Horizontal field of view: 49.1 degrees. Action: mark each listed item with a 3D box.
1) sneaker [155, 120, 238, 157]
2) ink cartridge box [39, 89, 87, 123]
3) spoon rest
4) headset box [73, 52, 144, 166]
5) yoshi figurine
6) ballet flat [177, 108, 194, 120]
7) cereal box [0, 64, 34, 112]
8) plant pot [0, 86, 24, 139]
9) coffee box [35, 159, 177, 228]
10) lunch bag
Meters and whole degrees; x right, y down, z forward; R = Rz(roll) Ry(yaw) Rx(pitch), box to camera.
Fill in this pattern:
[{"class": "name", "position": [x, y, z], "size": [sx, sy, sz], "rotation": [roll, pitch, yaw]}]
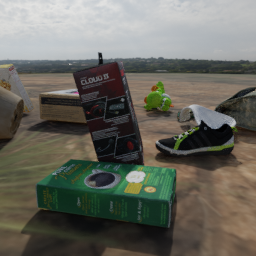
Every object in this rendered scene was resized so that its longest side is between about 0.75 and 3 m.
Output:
[{"class": "sneaker", "position": [1.768, 0.205, 7.353], "size": [2.153, 0.892, 0.772], "rotation": [-2, 14, -7]}, {"class": "ink cartridge box", "position": [-1.906, -1.018, 11.832], "size": [2.387, 1.088, 2.897], "rotation": [4, 12, 17]}, {"class": "spoon rest", "position": [2.580, -0.311, 9.517], "size": [1.165, 0.711, 2.346], "rotation": [-21, 23, -21]}, {"class": "headset box", "position": [-0.368, -0.436, 6.333], "size": [0.943, 2.515, 1.870], "rotation": [-14, 12, 5]}, {"class": "yoshi figurine", "position": [1.332, -1.479, 13.643], "size": [1.374, 1.379, 2.454], "rotation": [-17, 18, -4]}, {"class": "ballet flat", "position": [2.500, -0.641, 11.626], "size": [1.282, 0.483, 0.435], "rotation": [-12, 24, -42]}, {"class": "cereal box", "position": [-5.205, -1.722, 12.391], "size": [1.556, 2.162, 0.427], "rotation": [4, 37, 33]}, {"class": "plant pot", "position": [-4.336, -0.526, 8.527], "size": [1.914, 2.206, 2.206], "rotation": [16, 12, -9]}, {"class": "coffee box", "position": [-0.293, 1.036, 4.866], "size": [2.179, 0.479, 1.340], "rotation": [4, 14, 12]}, {"class": "lunch bag", "position": [4.590, -0.733, 10.076], "size": [2.489, 1.463, 2.041], "rotation": [6, 14, 42]}]
